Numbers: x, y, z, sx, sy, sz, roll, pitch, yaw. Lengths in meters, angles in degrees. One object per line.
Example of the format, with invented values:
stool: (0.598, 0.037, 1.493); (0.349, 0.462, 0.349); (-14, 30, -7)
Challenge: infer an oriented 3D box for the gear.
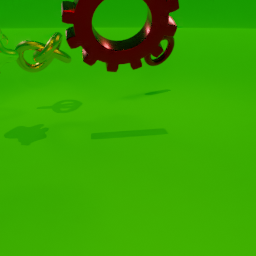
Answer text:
gear: (-0.130, -1.944, 5.017); (2.031, 2.031, 0.376); (-4, 49, -10)

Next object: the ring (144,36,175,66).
ring: (1.119, -2.801, 10.010); (1.335, 1.335, 0.267); (-16, 53, -36)

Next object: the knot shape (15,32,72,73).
knot shape: (-2.323, -2.183, 8.019); (1.619, 0.748, 1.515); (-17, 1, -32)

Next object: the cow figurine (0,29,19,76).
cow figurine: (-2.868, -1.506, 5.411); (1.502, 0.824, 1.478); (-38, -4, 23)
